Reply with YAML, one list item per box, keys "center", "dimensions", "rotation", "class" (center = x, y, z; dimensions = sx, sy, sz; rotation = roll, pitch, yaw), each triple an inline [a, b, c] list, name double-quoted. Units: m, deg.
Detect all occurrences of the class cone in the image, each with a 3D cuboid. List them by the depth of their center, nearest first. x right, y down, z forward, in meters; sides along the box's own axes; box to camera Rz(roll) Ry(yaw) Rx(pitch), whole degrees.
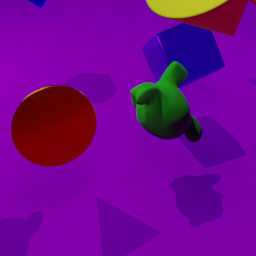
- center: [0.782, -1.061, 2.402]
  dimensions: [0.943, 0.947, 0.943]
  rotation: [-14, 63, 30]
  class: "cone"
- center: [-1.230, -0.189, 4.231]
  dimensions: [1.158, 1.158, 1.162]
  rotation: [-23, 29, -21]
  class: "cone"

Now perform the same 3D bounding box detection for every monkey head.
- center: [0.698, -0.437, 4.697]
  dimensions: [1.221, 1.698, 1.023]
  rotation: [-51, 40, 10]
  class: "monkey head"

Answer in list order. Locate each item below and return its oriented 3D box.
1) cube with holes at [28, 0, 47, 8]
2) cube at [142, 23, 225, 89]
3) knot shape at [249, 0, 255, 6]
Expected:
- center: [-2.385, -3.840, 6.832]
  dimensions: [1.016, 1.016, 1.016]
  rotation: [19, 36, -45]
  class: "cube with holes"
- center: [1.104, -1.489, 5.851]
  dimensions: [1.112, 1.112, 1.112]
  rotation: [-25, 7, -8]
  class: "cube"
- center: [3.640, -2.834, 6.369]
  dimensions: [1.559, 0.721, 1.459]
  rotation: [-30, 91, -5]
  class: "knot shape"
